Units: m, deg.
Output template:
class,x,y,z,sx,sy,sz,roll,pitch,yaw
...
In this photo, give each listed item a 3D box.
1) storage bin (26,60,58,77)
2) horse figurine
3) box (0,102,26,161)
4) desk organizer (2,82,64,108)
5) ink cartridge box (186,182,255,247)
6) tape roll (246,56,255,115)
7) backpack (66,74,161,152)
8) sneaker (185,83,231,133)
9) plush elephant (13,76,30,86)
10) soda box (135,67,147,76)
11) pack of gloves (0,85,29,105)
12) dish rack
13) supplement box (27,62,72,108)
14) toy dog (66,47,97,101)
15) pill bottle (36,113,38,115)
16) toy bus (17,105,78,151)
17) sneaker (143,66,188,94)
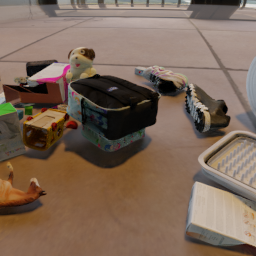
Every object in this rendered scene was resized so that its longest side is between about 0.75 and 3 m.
class,x,y,z,sx,sy,sz,roll,pitch,yaw
storage bin,-3.977,-2.595,13.239,1.510,1.021,0.708,-9,30,-15
horse figurine,-3.420,1.496,6.358,2.609,0.651,1.729,-14,42,-35
box,-3.906,0.218,7.903,1.620,1.430,0.783,-19,34,-30
desk organizer,-3.181,-1.136,9.569,0.728,0.781,2.030,-13,-2,27
ink cartridge box,2.162,1.967,6.063,1.690,0.424,1.370,21,32,7
tape roll,5.779,-1.436,9.200,2.084,3.035,3.035,-12,32,-19
backpack,-0.590,-0.633,8.787,2.639,1.987,2.342,32,36,30
sneaker,2.885,-0.764,10.197,1.297,0.953,2.868,1,33,-4
plush elephant,-4.573,-1.907,12.303,0.799,0.751,0.970,-23,37,-35
soda box,0.880,-2.850,14.356,1.104,0.350,0.377,21,36,32
pack of gloves,-5.589,-0.844,10.931,2.497,0.587,2.973,-4,25,15
dish rack,3.507,1.143,7.100,2.501,0.635,2.915,-27,39,-37
supplement box,-3.047,-1.865,11.806,1.157,1.182,2.287,7,29,13
toy dog,-1.742,-2.270,11.443,1.395,1.999,1.938,8,37,22
pill bottle,-2.816,-0.201,9.615,0.832,0.464,0.464,18,34,28
toy bus,-2.464,0.017,8.686,1.833,0.947,1.730,-5,26,-33
sneaker,1.387,-2.105,12.517,2.273,0.884,1.590,17,33,28
